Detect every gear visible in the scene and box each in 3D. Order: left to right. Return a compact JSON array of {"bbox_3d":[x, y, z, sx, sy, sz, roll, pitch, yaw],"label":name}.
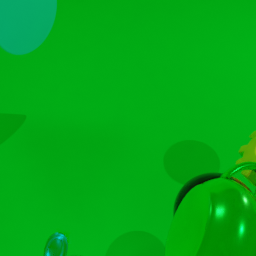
[{"bbox_3d":[2.477,0.287,4.477,0.284,1.536,1.536,45,63,-8],"label":"gear"}]

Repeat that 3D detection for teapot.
[{"bbox_3d":[0.916,1.180,2.650,0.934,1.186,1.907,25,75,-3],"label":"teapot"}]

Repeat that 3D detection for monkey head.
[{"bbox_3d":[-0.674,1.835,2.873,0.962,0.806,1.337,-18,103,-12],"label":"monkey head"}]

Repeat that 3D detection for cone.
[{"bbox_3d":[-2.301,-2.260,4.899,1.465,1.460,1.460,29,61,15],"label":"cone"}]

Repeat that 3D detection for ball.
[{"bbox_3d":[1.201,1.189,3.835,1.150,1.150,1.150,0,56,0],"label":"ball"}]
